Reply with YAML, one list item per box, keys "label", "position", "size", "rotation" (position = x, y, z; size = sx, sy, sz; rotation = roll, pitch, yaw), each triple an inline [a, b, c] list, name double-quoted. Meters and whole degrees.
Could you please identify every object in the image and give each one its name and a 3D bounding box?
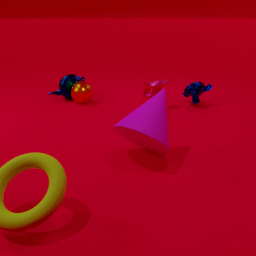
- label: "monkey head"
  position: [1.042, -1.259, 10.272]
  size: [1.112, 0.931, 1.545]
  rotation: [-14, 9, -8]
- label: "teapot"
  position: [-2.418, -1.678, 11.347]
  size: [1.674, 1.041, 0.819]
  rotation: [-34, 38, -26]
- label: "ring"
  position: [-1.763, 1.062, 4.841]
  size: [1.430, 0.286, 1.430]
  rotation: [-5, 53, 7]
- label: "cone"
  position: [0.621, -0.348, 6.938]
  size: [1.487, 1.492, 1.487]
  rotation: [24, -13, 6]
- label: "monkey head"
  position: [2.591, -1.331, 10.655]
  size: [1.203, 0.866, 0.725]
  rotation: [-15, -7, 32]
- label: "ball"
  position: [-1.787, -1.375, 10.847]
  size: [0.854, 0.854, 0.854]
  rotation: [0, 24, 0]
